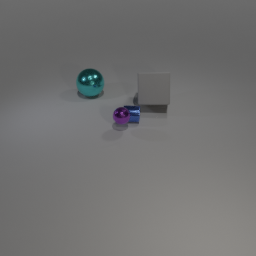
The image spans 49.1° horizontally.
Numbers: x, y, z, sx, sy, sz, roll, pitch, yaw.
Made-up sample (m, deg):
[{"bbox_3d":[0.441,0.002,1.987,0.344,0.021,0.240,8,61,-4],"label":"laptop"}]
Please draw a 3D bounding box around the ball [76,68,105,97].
[{"bbox_3d":[-1.863,-2.239,13.846,1.400,1.400,1.400,0,32,0],"label":"ball"}]

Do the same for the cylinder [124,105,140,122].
[{"bbox_3d":[0.159,-0.602,11.917,0.700,0.700,0.700,2,32,3],"label":"cylinder"}]

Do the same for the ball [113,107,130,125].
[{"bbox_3d":[-0.257,-0.483,11.097,0.700,0.700,0.700,0,32,0],"label":"ball"}]

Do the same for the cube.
[{"bbox_3d":[1.179,-1.807,12.720,1.400,1.400,1.400,0,10,6],"label":"cube"}]
